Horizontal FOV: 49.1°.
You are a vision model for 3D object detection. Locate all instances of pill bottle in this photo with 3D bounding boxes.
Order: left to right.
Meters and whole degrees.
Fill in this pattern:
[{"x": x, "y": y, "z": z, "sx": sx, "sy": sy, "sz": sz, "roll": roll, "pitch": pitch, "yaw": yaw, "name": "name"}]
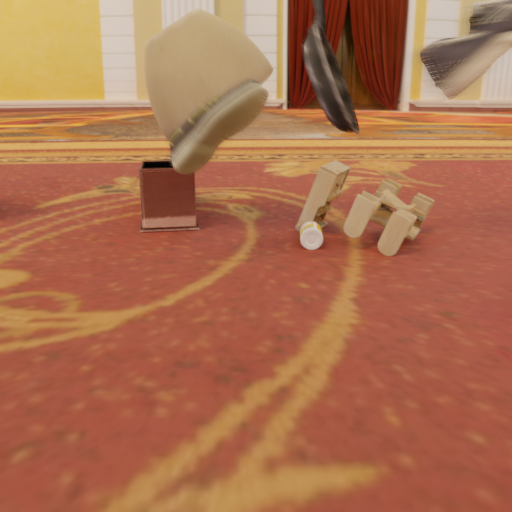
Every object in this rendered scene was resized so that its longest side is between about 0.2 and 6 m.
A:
[{"x": 0.890, "y": -0.352, "z": 9.083, "sx": 0.358, "sy": 0.358, "sz": 0.645, "roll": 1, "pitch": 17, "yaw": 3, "name": "pill bottle"}]

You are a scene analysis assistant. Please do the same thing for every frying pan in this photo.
[{"x": 1.099, "y": -3.588, "z": 9.641, "sx": 0.529, "sy": 3.249, "sz": 1.966, "roll": -20, "pitch": -2, "yaw": 19, "name": "frying pan"}]

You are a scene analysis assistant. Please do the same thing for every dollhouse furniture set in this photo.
[{"x": 1.786, "y": -0.637, "z": 9.446, "sx": 1.844, "sy": 1.200, "sz": 1.694, "roll": 30, "pitch": 28, "yaw": 17, "name": "dollhouse furniture set"}]

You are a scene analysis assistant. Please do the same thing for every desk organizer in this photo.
[{"x": -1.739, "y": -1.390, "z": 11.054, "sx": 1.045, "sy": 1.122, "sz": 2.914, "roll": -3, "pitch": 18, "yaw": -9, "name": "desk organizer"}]

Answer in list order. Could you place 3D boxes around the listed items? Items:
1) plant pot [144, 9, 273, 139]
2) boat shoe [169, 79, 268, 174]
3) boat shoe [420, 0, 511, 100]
[{"x": -0.991, "y": -3.122, "z": 9.174, "sx": 2.140, "sy": 1.437, "sz": 2.140, "roll": -27, "pitch": 25, "yaw": 14, "name": "plant pot"}, {"x": -0.567, "y": -1.777, "z": 7.358, "sx": 1.702, "sy": 0.513, "sz": 0.607, "roll": -36, "pitch": -27, "yaw": 30, "name": "boat shoe"}, {"x": 3.521, "y": -3.453, "z": 8.207, "sx": 2.749, "sy": 0.862, "sz": 0.999, "roll": -42, "pitch": -6, "yaw": -11, "name": "boat shoe"}]
